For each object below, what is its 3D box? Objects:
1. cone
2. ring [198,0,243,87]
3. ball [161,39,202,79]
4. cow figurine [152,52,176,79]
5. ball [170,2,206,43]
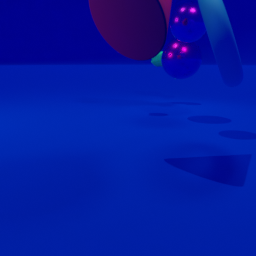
[{"bbox_3d":[0.441,-2.433,5.252,1.664,1.664,1.670,13,51,42],"label":"cone"},{"bbox_3d":[1.784,-1.707,5.384,0.383,1.913,1.913,-17,8,21],"label":"ring"},{"bbox_3d":[1.813,-2.349,9.510,1.361,1.361,1.361,0,14,0],"label":"ball"},{"bbox_3d":[1.808,-2.996,13.024,1.518,1.494,0.833,-1,11,26],"label":"cow figurine"},{"bbox_3d":[1.601,-2.765,7.368,0.997,0.997,0.997,0,14,0],"label":"ball"}]
